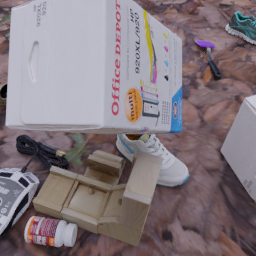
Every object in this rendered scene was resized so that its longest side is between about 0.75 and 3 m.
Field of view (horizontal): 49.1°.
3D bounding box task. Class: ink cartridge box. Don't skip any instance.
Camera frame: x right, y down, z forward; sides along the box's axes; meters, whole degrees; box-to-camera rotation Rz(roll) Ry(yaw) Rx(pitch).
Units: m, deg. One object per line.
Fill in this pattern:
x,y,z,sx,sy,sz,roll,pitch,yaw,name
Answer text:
4.025,0.349,6.321,2.804,2.064,2.028,-15,51,-12,ink cartridge box
-0.405,-0.875,4.948,1.925,2.662,1.960,-1,88,32,ink cartridge box

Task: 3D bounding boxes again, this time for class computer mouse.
-2.664,1.436,6.390,1.609,0.644,2.934,21,47,11,computer mouse

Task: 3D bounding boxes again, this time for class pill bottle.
-1.579,2.160,5.805,0.966,0.529,0.529,6,50,5,pill bottle

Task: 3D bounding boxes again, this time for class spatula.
2.930,-2.527,9.943,0.648,0.236,2.292,1,51,-8,spatula

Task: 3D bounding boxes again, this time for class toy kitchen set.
-0.549,0.848,5.850,2.358,2.127,1.924,16,51,8,toy kitchen set

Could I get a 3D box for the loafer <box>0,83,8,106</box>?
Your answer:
-3.751,-1.053,8.446,1.859,0.627,0.707,14,51,11,loafer

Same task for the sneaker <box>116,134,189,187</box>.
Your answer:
0.546,0.619,6.888,2.141,0.865,0.819,33,56,24,sneaker

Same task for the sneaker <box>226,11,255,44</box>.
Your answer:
4.661,-3.811,10.625,1.886,0.860,0.732,31,56,23,sneaker
